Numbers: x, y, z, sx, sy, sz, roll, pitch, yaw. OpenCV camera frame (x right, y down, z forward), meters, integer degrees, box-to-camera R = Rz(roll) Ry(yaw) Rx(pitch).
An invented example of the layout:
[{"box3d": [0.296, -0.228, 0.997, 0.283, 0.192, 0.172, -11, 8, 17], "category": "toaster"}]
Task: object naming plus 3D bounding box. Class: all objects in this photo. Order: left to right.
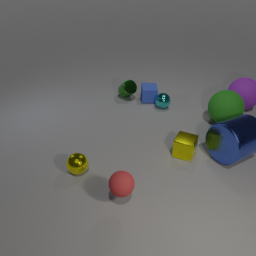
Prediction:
[{"box3d": [-1.605, 1.128, 8.888, 0.700, 0.700, 0.700, 0, 33, 0], "category": "ball"}, {"box3d": [-0.169, 1.484, 7.452, 0.700, 0.700, 0.700, 0, 33, 0], "category": "ball"}, {"box3d": [-0.031, -1.838, 13.184, 0.700, 0.700, 0.700, -18, -2, -25], "category": "cylinder"}, {"box3d": [0.987, -1.646, 13.090, 0.700, 0.700, 0.700, 1, 38, -3], "category": "cube"}, {"box3d": [1.565, -1.228, 12.553, 0.700, 0.700, 0.700, 0, 33, 0], "category": "ball"}, {"box3d": [1.976, 0.624, 9.656, 0.700, 0.700, 0.700, 15, 37, 21], "category": "cube"}, {"box3d": [3.948, -0.832, 11.295, 1.400, 1.400, 1.400, 0, 33, 0], "category": "ball"}, {"box3d": [3.580, 0.362, 9.351, 1.400, 1.400, 1.400, -16, 36, -28], "category": "cylinder"}, {"box3d": [5.121, -1.525, 12.376, 1.400, 1.400, 1.400, 0, 33, 0], "category": "ball"}]
